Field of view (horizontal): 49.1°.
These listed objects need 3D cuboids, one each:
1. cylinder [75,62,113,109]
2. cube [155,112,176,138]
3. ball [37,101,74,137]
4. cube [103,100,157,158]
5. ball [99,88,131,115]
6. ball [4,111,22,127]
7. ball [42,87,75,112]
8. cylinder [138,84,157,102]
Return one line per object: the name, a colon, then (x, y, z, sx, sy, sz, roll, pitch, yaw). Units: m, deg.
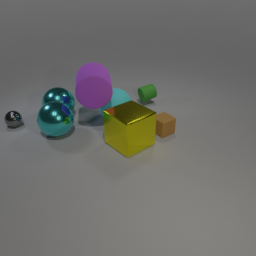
cylinder: (-1.348, -1.680, 11.010, 1.400, 1.400, 1.400, -4, 33, -6)
cube: (1.424, -0.131, 11.272, 0.700, 0.700, 0.700, -20, 36, -30)
ball: (-2.828, -0.350, 10.941, 1.400, 1.400, 1.400, 0, 31, 0)
cube: (0.063, -0.009, 10.380, 1.400, 1.400, 1.400, -24, 38, -34)
ball: (-0.543, -0.997, 12.037, 1.400, 1.400, 1.400, 0, 31, 0)
ball: (-4.778, -0.376, 11.679, 0.700, 0.700, 0.700, 0, 31, 0)
ball: (-3.026, -1.074, 12.183, 1.400, 1.400, 1.400, 0, 31, 0)
cylinder: (0.927, -1.697, 13.457, 0.700, 0.700, 0.700, -22, 36, -17)
